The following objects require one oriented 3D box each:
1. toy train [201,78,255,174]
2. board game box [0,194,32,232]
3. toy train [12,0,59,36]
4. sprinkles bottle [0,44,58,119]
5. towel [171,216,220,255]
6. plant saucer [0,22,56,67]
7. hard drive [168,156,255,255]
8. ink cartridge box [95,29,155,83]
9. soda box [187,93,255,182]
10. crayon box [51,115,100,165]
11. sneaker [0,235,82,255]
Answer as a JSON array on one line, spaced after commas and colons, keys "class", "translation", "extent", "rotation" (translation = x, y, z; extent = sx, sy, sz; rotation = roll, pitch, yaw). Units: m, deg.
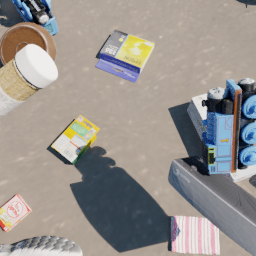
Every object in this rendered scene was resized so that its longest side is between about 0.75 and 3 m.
[{"class": "toy train", "translation": [1.678, 0.001, 4.573], "extent": [0.925, 1.619, 0.702], "rotation": [-5, 26, 5]}, {"class": "board game box", "translation": [-2.991, 2.204, 7.279], "extent": [0.773, 0.179, 0.585], "rotation": [-42, 73, -16]}, {"class": "toy train", "translation": [-3.251, -4.085, 9.320], "extent": [1.012, 1.333, 2.334], "rotation": [-32, 71, -15]}, {"class": "sprinkles bottle", "translation": [-2.091, -0.582, 4.665], "extent": [1.941, 0.662, 0.662], "rotation": [-30, 67, 19]}, {"class": "towel", "translation": [1.701, 2.697, 7.073], "extent": [1.212, 0.181, 0.887], "rotation": [3, 68, 1]}, {"class": "plant saucer", "translation": [-3.208, -2.394, 8.748], "extent": [1.889, 0.325, 1.889], "rotation": [0, 93, 2]}, {"class": "hard drive", "translation": [1.833, 1.363, 4.834], "extent": [2.358, 1.590, 0.499], "rotation": [38, 106, 25]}, {"class": "ink cartridge box", "translation": [-0.102, -2.395, 9.158], "extent": [1.481, 0.352, 1.498], "rotation": [23, 67, 9]}, {"class": "soda box", "translation": [2.578, 0.245, 7.777], "extent": [0.855, 0.799, 2.509], "rotation": [-18, 68, -7]}, {"class": "crayon box", "translation": [-1.460, 0.328, 8.001], "extent": [0.778, 0.319, 1.237], "rotation": [35, 72, 14]}, {"class": "sneaker", "translation": [-2.411, 3.276, 6.552], "extent": [2.765, 1.033, 1.134], "rotation": [-8, 85, 1]}]
